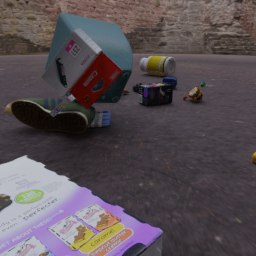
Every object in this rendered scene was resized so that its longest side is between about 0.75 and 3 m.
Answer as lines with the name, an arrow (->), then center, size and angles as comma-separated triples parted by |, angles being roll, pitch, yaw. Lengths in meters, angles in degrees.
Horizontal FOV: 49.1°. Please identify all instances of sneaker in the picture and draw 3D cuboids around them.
sneaker -> -2.310, -0.527, 9.164 | 2.721, 0.912, 1.222 | 11, 27, 17

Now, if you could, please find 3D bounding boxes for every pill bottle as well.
pill bottle -> 2.191, -4.698, 21.170 | 2.575, 1.433, 1.433 | 14, 23, 37

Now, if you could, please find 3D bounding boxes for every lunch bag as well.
lunch bag -> 2.410, -2.566, 16.045 | 0.892, 0.606, 0.590 | 7, 20, 16

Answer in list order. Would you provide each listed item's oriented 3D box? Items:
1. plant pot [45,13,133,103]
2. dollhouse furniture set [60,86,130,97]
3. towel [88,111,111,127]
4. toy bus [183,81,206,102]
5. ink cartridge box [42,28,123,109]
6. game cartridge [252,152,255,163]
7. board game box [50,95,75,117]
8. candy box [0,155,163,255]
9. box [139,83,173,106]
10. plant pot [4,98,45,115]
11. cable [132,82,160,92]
plant pot -> -1.104, -2.030, 9.226 | 2.264, 2.258, 2.306 | -3, 44, -36
dollhouse furniture set -> -1.620, -1.681, 13.861 | 2.364, 1.353, 2.772 | -3, -15, 29
towel -> -1.310, -0.322, 9.687 | 1.422, 0.169, 1.044 | -1, 29, -1
toy bus -> 3.175, -1.519, 12.935 | 1.124, 0.581, 1.060 | -47, 9, -25
ink cartridge box -> -1.205, -1.376, 7.152 | 1.472, 1.696, 0.369 | 43, 35, -8
game cartridge -> 3.882, 0.723, 6.710 | 1.399, 0.227, 1.233 | 13, 23, 38
board game box -> -1.834, -0.684, 8.058 | 0.635, 0.162, 0.945 | -37, 12, 14
candy box -> -1.468, 1.479, 3.128 | 2.871, 1.027, 2.408 | 17, 25, 40
box -> 1.229, -1.506, 12.446 | 1.381, 0.844, 0.732 | -10, 21, -27
plant pot -> -4.025, -0.941, 11.658 | 2.099, 0.288, 2.099 | 0, 18, 0
cable -> 0.989, -2.319, 15.534 | 1.487, 0.463, 1.823 | 16, 25, 40
